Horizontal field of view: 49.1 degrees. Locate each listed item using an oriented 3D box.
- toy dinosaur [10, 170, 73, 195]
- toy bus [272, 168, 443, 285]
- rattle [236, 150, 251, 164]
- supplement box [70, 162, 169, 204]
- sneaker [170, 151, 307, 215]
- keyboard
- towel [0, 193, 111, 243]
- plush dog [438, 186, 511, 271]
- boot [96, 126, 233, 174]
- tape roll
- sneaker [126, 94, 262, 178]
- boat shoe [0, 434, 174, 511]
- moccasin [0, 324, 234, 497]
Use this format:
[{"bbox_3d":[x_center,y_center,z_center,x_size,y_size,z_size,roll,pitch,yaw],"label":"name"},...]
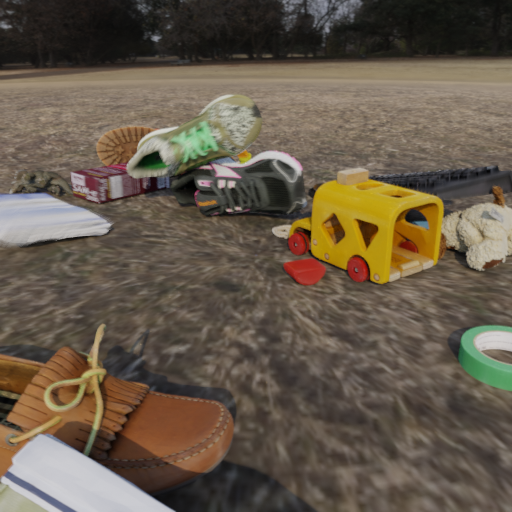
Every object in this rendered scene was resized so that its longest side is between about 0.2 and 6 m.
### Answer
[{"bbox_3d":[-4.644,-1.644,12.262,1.666,0.641,0.852,-5,28,-5],"label":"toy dinosaur"},{"bbox_3d":[1.495,-0.608,8.585,2.678,1.384,2.527,3,22,6],"label":"toy bus"},{"bbox_3d":[-0.008,-2.672,14.646,1.220,0.871,0.794,-17,7,-23],"label":"rattle"},{"bbox_3d":[-2.973,-1.675,12.385,1.033,0.578,1.898,17,26,39],"label":"supplement box"},{"bbox_3d":[-0.430,-1.177,10.641,1.344,1.251,3.114,-33,26,-35],"label":"sneaker"},{"bbox_3d":[2.888,-1.300,10.316,2.350,0.502,3.913,-8,9,-19],"label":"keyboard"},{"bbox_3d":[-4.070,-0.719,10.009,1.907,0.309,2.596,-8,21,-43],"label":"towel"},{"bbox_3d":[3.371,-0.418,8.808,1.425,1.143,1.224,-22,7,-43],"label":"plush dog"},{"bbox_3d":[-2.433,-2.650,14.239,3.322,1.246,1.781,-1,16,-25],"label":"boot"},{"bbox_3d":[2.656,1.064,5.907,0.970,0.233,0.970,0,21,0],"label":"tape roll"},{"bbox_3d":[-1.214,-2.006,10.401,2.925,1.125,1.296,-20,20,29],"label":"sneaker"},{"bbox_3d":[-0.383,1.944,2.967,2.859,1.029,0.887,16,60,28],"label":"boat shoe"},{"bbox_3d":[-1.558,1.173,4.450,2.806,1.083,1.026,7,23,17],"label":"moccasin"}]
